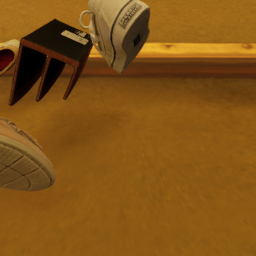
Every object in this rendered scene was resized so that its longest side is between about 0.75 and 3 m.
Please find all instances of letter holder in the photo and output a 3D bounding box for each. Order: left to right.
[{"bbox_3d":[-1.350,-1.082,5.198,0.921,1.301,1.831,22,28,-10],"label":"letter holder"}]

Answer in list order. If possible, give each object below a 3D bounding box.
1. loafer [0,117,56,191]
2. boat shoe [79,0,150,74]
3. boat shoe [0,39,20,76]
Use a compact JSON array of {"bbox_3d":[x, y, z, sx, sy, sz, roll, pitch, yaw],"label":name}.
[{"bbox_3d":[-1.842,0.030,3.414,0.927,2.580,0.811,-26,52,19],"label":"loafer"},{"bbox_3d":[-0.292,-1.630,4.675,1.043,2.447,0.904,39,93,1],"label":"boat shoe"},{"bbox_3d":[-3.222,-1.456,6.477,1.837,0.680,0.610,-29,22,13],"label":"boat shoe"}]
